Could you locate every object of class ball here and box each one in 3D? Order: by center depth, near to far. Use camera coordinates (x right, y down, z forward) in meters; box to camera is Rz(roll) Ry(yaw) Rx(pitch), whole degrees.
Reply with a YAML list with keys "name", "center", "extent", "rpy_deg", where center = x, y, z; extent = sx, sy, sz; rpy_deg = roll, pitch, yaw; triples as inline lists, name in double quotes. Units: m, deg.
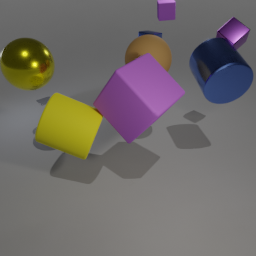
- name: "ball"
  center: [-2.709, -1.718, 7.595]
  extent: [1.400, 1.400, 1.400]
  rpy_deg: [0, 31, 0]
- name: "ball"
  center: [0.603, -2.061, 8.382]
  extent: [1.400, 1.400, 1.400]
  rpy_deg: [0, 31, 0]

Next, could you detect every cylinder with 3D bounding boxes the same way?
- name: "cylinder"
  center: [-1.533, -0.043, 7.490]
  extent: [1.400, 1.400, 1.400]
  rpy_deg: [22, 30, -6]
- name: "cylinder"
  center: [2.650, -1.657, 8.120]
  extent: [1.400, 1.400, 1.400]
  rpy_deg: [-5, 46, -8]

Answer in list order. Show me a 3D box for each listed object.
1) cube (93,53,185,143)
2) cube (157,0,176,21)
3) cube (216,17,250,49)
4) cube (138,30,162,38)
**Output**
- name: "cube"
  center: [0.266, -0.747, 7.039]
  extent: [1.400, 1.400, 1.400]
  rpy_deg: [48, 48, 4]
- name: "cube"
  center: [1.608, -4.968, 11.791]
  extent: [0.700, 0.700, 0.700]
  rpy_deg: [-3, 33, 2]
- name: "cube"
  center: [3.293, -2.903, 8.874]
  extent: [0.700, 0.700, 0.700]
  rpy_deg: [-42, 72, 0]
- name: "cube"
  center: [0.851, -3.423, 11.062]
  extent: [0.700, 0.700, 0.700]
  rpy_deg: [21, 31, 28]
